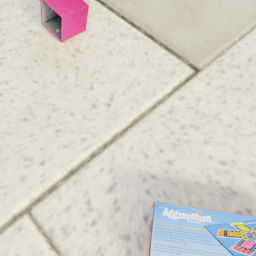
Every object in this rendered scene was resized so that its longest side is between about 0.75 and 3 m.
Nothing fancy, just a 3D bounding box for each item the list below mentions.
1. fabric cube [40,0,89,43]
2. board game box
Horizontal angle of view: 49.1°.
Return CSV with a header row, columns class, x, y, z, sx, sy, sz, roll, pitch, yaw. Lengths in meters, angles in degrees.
class,x,y,z,sx,sy,sz,roll,pitch,yaw
fabric cube,-2.017,-3.593,8.904,1.055,1.076,1.072,44,60,12
board game box,1.914,2.482,5.678,2.973,0.289,1.531,8,63,2
